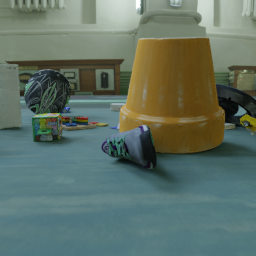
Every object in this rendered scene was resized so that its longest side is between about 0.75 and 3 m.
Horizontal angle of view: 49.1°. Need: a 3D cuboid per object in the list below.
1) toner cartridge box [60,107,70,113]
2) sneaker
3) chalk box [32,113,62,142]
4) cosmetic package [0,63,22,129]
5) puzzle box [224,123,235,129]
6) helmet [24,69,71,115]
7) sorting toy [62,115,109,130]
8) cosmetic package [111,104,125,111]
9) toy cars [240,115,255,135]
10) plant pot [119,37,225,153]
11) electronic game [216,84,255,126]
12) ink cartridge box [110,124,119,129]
[{"bbox_3d":[-4.022,-1.131,17.659,0.584,0.265,1.230,1,9,-2],"label":"toner cartridge box"},{"bbox_3d":[-0.042,0.453,5.816,1.007,0.856,2.301,-11,-1,-4],"label":"sneaker"},{"bbox_3d":[-2.461,-0.016,8.535,0.761,0.756,1.220,-2,8,-7],"label":"chalk box"},{"bbox_3d":[-4.990,-1.256,11.078,1.000,2.463,1.390,-6,8,-43],"label":"cosmetic package"},{"bbox_3d":[3.312,-0.083,10.926,1.407,0.179,0.936,-2,8,-16],"label":"puzzle box"},{"bbox_3d":[-4.151,-1.798,14.530,2.506,2.506,2.389,-3,16,-19],"label":"helmet"},{"bbox_3d":[-2.013,-0.239,11.163,2.531,0.428,1.220,-5,10,-35],"label":"sorting toy"},{"bbox_3d":[-0.548,-1.375,18.562,1.129,0.479,0.608,1,10,11],"label":"cosmetic package"},{"bbox_3d":[4.814,0.012,9.247,2.176,0.482,0.975,3,35,3],"label":"toy cars"},{"bbox_3d":[1.218,-1.090,7.748,2.945,2.697,2.945,0,17,0],"label":"plant pot"},{"bbox_3d":[3.722,-0.870,10.856,2.801,0.583,2.801,24,-14,7],"label":"electronic game"},{"bbox_3d":[0.636,-0.122,10.432,2.592,0.481,1.227,4,10,41],"label":"ink cartridge box"}]
